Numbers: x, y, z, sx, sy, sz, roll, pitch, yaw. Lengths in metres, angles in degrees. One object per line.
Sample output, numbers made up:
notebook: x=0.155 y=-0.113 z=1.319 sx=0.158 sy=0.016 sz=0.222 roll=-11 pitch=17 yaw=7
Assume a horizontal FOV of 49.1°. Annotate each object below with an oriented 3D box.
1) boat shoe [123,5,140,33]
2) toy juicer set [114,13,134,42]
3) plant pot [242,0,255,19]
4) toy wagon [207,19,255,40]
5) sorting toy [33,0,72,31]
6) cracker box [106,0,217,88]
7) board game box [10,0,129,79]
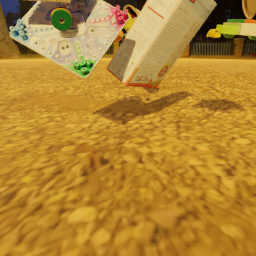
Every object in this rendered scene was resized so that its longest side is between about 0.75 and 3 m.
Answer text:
boat shoe: x=0.235 y=-3.675 z=10.278 sx=0.755 sy=0.842 sz=2.274 roll=26 pitch=37 yaw=-41
toy juicer set: x=-0.644 y=-2.459 z=6.976 sx=1.454 sy=0.925 sz=0.396 roll=15 pitch=-17 yaw=20
plant pot: x=3.620 y=-3.774 z=8.237 sx=0.145 sy=1.057 sz=1.057 roll=-10 pitch=16 yaw=5
toy wagon: x=2.742 y=-2.102 z=6.049 sx=2.110 sy=0.418 sz=1.637 roll=-1 pitch=20 yaw=-15
sorting toy: x=-1.392 y=-2.583 z=4.222 sx=1.031 sy=2.138 sz=0.362 roll=-2 pitch=43 yaw=-11
cracker box: x=0.857 y=-2.309 z=7.001 sx=0.783 sy=2.714 sz=1.818 roll=45 pitch=24 yaw=19
board game box: x=-1.035 y=-1.931 z=5.149 sx=1.628 sy=1.627 sz=0.211 roll=30 pitch=-19 yaw=3
